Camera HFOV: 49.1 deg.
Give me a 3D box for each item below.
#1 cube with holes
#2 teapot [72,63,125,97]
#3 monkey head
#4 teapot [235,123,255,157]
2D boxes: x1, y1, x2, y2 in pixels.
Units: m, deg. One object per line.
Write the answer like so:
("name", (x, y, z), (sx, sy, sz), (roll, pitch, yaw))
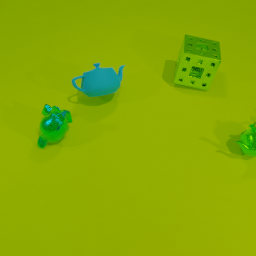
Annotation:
("cube with holes", (2.068, -1.977, 8.450), (1.070, 1.070, 1.070), (13, 47, 1))
("teapot", (-0.740, -1.376, 7.825), (1.794, 0.878, 1.115), (-19, 15, -33))
("monkey head", (-1.920, -0.152, 6.962), (0.966, 1.343, 0.809), (38, 30, 9))
("teapot", (3.052, 0.251, 6.663), (1.462, 0.909, 0.716), (-25, 92, -31))
